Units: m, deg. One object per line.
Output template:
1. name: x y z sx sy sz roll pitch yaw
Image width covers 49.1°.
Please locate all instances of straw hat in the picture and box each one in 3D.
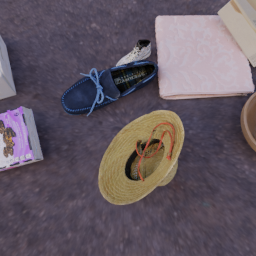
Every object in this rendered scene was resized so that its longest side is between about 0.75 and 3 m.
1. straw hat: 0.564 0.887 6.837 1.096 2.590 2.590 38 66 -33

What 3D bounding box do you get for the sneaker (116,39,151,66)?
1. sneaker: 0.139 -2.208 8.334 1.329 0.765 0.502 -39 74 -12

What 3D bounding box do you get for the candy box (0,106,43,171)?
1. candy box: -3.095 0.350 6.955 1.607 0.575 1.348 -16 84 5

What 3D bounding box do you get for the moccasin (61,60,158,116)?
1. moccasin: -0.524 -1.281 7.711 2.885 0.984 1.161 -29 94 -10

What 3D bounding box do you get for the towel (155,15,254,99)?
1. towel: 2.220 -2.208 8.519 2.702 0.456 2.829 -1 69 -1

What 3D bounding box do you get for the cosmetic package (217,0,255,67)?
1. cosmetic package: 3.636 -2.899 8.206 1.039 0.702 1.976 -35 90 -35

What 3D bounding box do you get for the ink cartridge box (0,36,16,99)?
1. ink cartridge box: -4.812 -1.595 7.889 2.743 1.144 1.991 -18 70 -7

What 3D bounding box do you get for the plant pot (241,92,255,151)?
1. plant pot: 3.915 0.027 7.355 2.099 0.969 2.099 0 68 0
